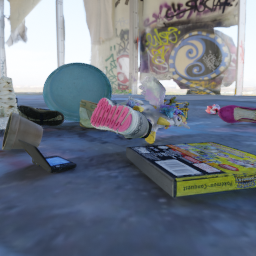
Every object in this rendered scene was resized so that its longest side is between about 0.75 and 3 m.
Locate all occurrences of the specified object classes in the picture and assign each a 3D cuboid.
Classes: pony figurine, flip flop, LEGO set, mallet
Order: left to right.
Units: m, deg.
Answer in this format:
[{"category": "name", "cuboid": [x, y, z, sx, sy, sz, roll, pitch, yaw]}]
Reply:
[{"category": "mallet", "cuboid": [-3.993, -0.605, 12.223, 2.955, 0.973, 0.608, 14, 0, -7]}, {"category": "flip flop", "cuboid": [-3.134, -0.436, 10.062, 1.781, 0.722, 0.513, 5, 13, 3]}, {"category": "pony figurine", "cuboid": [0.630, -0.407, 7.987, 1.990, 1.717, 2.062, 35, 26, 25]}, {"category": "LEGO set", "cuboid": [1.836, -1.181, 12.870, 1.784, 1.344, 2.320, 0, 9, 3]}]

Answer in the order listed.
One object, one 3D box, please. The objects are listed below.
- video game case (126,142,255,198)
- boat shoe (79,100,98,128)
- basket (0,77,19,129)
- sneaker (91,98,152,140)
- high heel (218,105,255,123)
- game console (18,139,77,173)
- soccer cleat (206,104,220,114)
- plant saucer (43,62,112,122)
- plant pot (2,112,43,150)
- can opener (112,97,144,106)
[{"category": "video game case", "cuboid": [1.181, 0.584, 4.748, 1.935, 0.273, 2.141, -3, 8, -16]}, {"category": "boat shoe", "cuboid": [-0.188, -0.494, 9.631, 3.002, 0.944, 1.095, 1, 9, 8]}, {"category": "basket", "cuboid": [-5.152, -0.925, 9.840, 1.913, 1.741, 2.823, -7, 12, -36]}, {"category": "sneaker", "cuboid": [-0.172, -0.163, 6.769, 0.933, 0.787, 2.133, 26, -3, -32]}, {"category": "high heel", "cuboid": [4.463, -0.489, 10.464, 2.151, 0.724, 1.032, 11, -6, -22]}, {"category": "game console", "cuboid": [-1.415, 0.444, 4.919, 0.749, 0.495, 0.851, -7, 12, -38]}, {"category": "soccer cleat", "cuboid": [4.530, -0.931, 14.573, 0.543, 0.473, 1.419, 34, 23, 30]}, {"category": "plant saucer", "cuboid": [-1.896, -1.368, 10.628, 2.564, 2.564, 0.351, -2, 37, -11]}, {"category": "plant pot", "cuboid": [-2.360, 0.139, 6.330, 0.736, 0.848, 0.848, 15, 1, -27]}, {"category": "can opener", "cuboid": [-0.560, -0.683, 11.327, 2.704, 0.899, 0.712, -5, -15, 32]}]
